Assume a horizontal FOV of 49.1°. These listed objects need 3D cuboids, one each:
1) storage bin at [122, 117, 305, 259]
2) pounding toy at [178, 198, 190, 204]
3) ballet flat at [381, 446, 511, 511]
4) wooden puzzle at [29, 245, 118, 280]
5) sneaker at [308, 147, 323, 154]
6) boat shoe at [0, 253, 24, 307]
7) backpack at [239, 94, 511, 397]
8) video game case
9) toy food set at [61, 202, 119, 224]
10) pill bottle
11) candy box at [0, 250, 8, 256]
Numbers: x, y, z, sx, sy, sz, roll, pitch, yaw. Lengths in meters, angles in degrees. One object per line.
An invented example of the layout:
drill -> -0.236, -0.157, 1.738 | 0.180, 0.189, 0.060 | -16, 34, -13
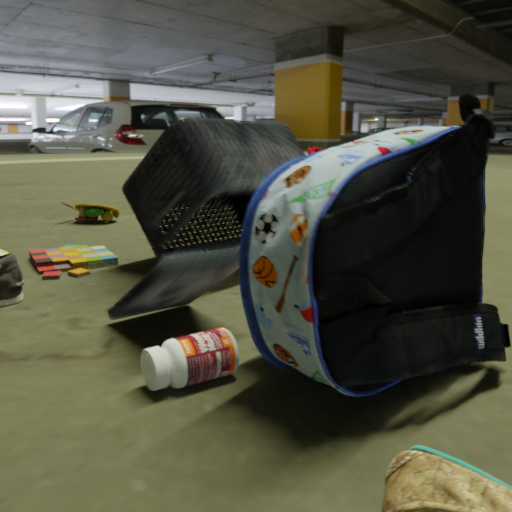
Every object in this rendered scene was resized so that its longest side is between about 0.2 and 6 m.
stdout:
storage bin -> -0.599, -1.339, 11.000 | 3.348, 1.569, 2.263 | -11, -23, -48
pounding toy -> -2.694, -2.424, 18.996 | 1.759, 1.251, 1.620 | -5, 15, -20
ballet flat -> 1.711, 1.809, 3.232 | 2.150, 0.758, 0.702 | 8, 41, 38
wooden puzzle -> -3.656, 0.040, 11.162 | 1.475, 0.175, 2.487 | -7, 16, -28
sneaker -> 1.773, -1.940, 14.894 | 1.110, 1.636, 2.833 | 3, -5, -5
boat shoe -> -4.879, 0.441, 8.272 | 2.682, 0.764, 0.897 | -7, 15, -27
backpack -> 1.146, 0.001, 6.067 | 2.319, 3.010, 2.867 | 2, 16, 45
video game case -> -1.027, 0.375, 7.484 | 1.332, 0.177, 1.864 | -9, -19, -40
toy food set -> -4.542, -1.105, 15.441 | 1.498, 0.489, 0.881 | 4, -10, 9
pill bottle -> -0.710, 1.117, 6.024 | 0.960, 0.526, 0.526 | -8, 16, -32
candy box -> -5.647, -0.017, 11.305 | 0.855, 0.221, 1.672 | -10, 17, -43
